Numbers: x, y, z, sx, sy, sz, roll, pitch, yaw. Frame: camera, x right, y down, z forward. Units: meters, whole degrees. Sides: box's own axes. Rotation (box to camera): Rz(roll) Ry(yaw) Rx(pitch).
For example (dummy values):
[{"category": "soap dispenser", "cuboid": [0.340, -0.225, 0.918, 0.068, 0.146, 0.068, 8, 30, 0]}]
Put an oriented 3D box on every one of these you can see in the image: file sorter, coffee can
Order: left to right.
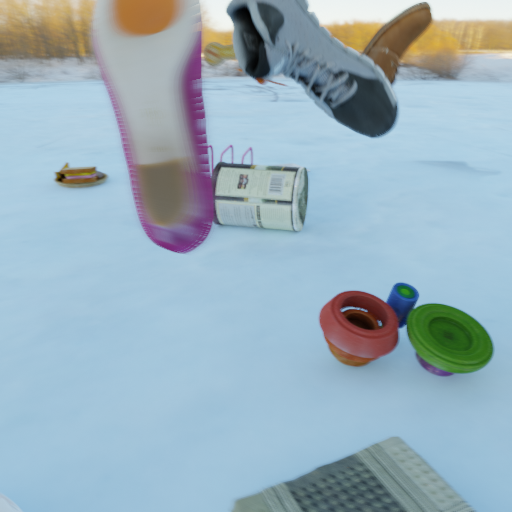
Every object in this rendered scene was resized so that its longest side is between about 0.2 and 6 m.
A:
[{"category": "file sorter", "cuboid": [-1.102, -1.737, 12.185, 2.007, 1.259, 1.395, 3, 22, 8]}, {"category": "coffee can", "cuboid": [0.073, -1.135, 10.722, 1.678, 1.228, 1.228, 6, 23, 14]}]

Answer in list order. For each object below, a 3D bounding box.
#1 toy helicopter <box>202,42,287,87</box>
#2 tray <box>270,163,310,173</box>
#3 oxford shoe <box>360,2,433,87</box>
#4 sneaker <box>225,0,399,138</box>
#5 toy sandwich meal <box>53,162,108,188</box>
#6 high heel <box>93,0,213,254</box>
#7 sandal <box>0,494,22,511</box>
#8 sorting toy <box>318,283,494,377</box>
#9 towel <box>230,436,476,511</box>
[{"category": "toy helicopter", "cuboid": [-0.099, -3.906, 10.894, 1.973, 1.305, 0.778, 0, 19, 18]}, {"category": "tray", "cuboid": [0.368, -2.165, 14.675, 1.887, 0.209, 1.013, -9, 24, -22]}, {"category": "oxford shoe", "cuboid": [2.497, -3.687, 10.911, 0.953, 2.673, 0.953, 15, 35, -57]}, {"category": "sneaker", "cuboid": [0.722, -2.860, 8.853, 3.276, 1.229, 1.892, 45, 46, -2]}, {"category": "toy sandwich meal", "cuboid": [-4.412, -2.073, 14.033, 1.475, 0.505, 1.475, 0, 22, 0]}, {"category": "high heel", "cuboid": [-0.919, -1.547, 5.706, 1.015, 3.015, 1.446, -12, -8, -4]}, {"category": "sandal", "cuboid": [-1.755, 2.059, 3.409, 0.962, 0.719, 2.510, -14, 26, -32]}, {"category": "sorting toy", "cuboid": [1.609, 0.956, 6.388, 1.902, 0.781, 1.143, 13, 38, 2]}, {"category": "towel", "cuboid": [0.895, 2.122, 3.969, 1.692, 0.303, 1.757, -13, 27, -22]}]
